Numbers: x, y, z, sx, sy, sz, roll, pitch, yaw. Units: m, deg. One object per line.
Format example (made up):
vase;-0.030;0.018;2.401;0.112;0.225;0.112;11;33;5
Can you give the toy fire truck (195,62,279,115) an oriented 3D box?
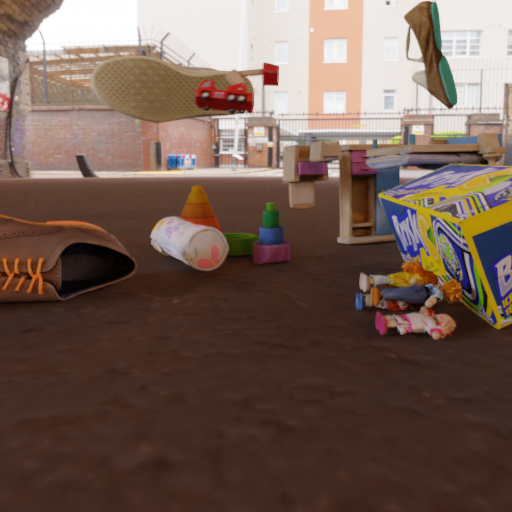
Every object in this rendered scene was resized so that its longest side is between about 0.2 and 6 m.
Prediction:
toy fire truck;-0.247;-2.291;7.579;1.067;0.752;0.260;7;-28;4

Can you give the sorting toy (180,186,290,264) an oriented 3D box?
sorting toy;-0.524;-0.658;10.132;1.169;1.161;3.371;-6;11;-33

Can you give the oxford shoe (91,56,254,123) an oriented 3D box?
oxford shoe;-1.479;-2.964;10.062;2.918;1.097;0.843;-5;20;-25

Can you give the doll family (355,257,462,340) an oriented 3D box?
doll family;1.587;0.373;5.735;0.874;0.635;1.408;-1;10;-3

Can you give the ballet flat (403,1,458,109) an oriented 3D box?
ballet flat;3.294;-3.788;10.792;0.749;2.070;0.702;-5;31;37

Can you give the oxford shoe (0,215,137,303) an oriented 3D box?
oxford shoe;-2.829;0.052;6.469;3.029;1.080;1.104;-9;18;-43

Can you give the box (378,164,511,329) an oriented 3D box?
box;2.729;-0.371;7.180;1.339;1.229;3.822;-23;8;4

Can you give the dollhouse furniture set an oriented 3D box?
dollhouse furniture set;2.346;-1.080;9.778;2.755;1.904;2.918;-6;8;-24

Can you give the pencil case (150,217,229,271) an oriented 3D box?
pencil case;-1.094;-0.217;8.900;0.746;0.684;1.646;6;6;-32
